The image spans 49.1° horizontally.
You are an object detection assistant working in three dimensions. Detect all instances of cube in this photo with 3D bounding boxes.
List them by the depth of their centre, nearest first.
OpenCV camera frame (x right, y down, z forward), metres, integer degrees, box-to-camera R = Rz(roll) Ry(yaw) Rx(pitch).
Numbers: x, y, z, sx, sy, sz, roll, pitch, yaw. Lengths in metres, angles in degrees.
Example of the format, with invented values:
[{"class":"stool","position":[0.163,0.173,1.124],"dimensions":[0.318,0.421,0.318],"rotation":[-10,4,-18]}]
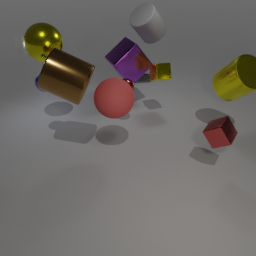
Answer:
[{"class":"cube","position":[2.973,0.143,9.031],"dimensions":[0.700,0.700,0.700],"rotation":[-20,19,47]},{"class":"cube","position":[1.403,-2.429,12.194],"dimensions":[0.700,0.700,0.700],"rotation":[-6,4,-22]},{"class":"cube","position":[0.016,-3.133,13.102],"dimensions":[1.400,1.400,1.400],"rotation":[-43,37,5]}]

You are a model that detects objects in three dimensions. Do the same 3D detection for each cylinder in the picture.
[{"class":"cylinder","position":[-1.967,-1.647,9.033],"dimensions":[1.400,1.400,1.400],"rotation":[23,30,-9]},{"class":"cylinder","position":[4.211,-1.878,10.692],"dimensions":[1.400,1.400,1.400],"rotation":[-14,-8,-22]},{"class":"cylinder","position":[1.007,-5.166,13.892],"dimensions":[1.400,1.400,1.400],"rotation":[-15,60,29]}]

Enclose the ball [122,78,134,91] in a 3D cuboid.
[{"class":"ball","position":[-0.087,-1.663,11.369],"dimensions":[0.700,0.700,0.700],"rotation":[0,31,0]}]

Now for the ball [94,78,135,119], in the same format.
[{"class":"ball","position":[-0.476,-1.019,9.622],"dimensions":[1.400,1.400,1.400],"rotation":[0,31,0]}]

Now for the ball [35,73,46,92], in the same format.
[{"class":"ball","position":[-2.953,-1.630,9.971],"dimensions":[0.700,0.700,0.700],"rotation":[0,31,0]}]

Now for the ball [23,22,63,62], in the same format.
[{"class":"ball","position":[-3.085,-3.119,10.259],"dimensions":[1.400,1.400,1.400],"rotation":[0,31,0]}]
